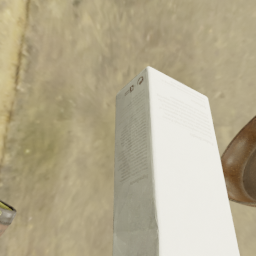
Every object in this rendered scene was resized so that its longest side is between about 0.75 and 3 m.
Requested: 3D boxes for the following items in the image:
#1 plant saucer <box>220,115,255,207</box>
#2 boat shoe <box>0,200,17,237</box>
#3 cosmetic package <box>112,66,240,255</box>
[{"bbox_3d":[2.618,0.115,4.097,0.479,2.984,2.984,45,85,-5],"label":"plant saucer"},{"bbox_3d":[-3.088,0.821,4.475,2.855,1.045,0.925,46,72,-18],"label":"boat shoe"},{"bbox_3d":[0.452,0.462,3.173,1.080,0.787,2.124,21,54,-29],"label":"cosmetic package"}]
